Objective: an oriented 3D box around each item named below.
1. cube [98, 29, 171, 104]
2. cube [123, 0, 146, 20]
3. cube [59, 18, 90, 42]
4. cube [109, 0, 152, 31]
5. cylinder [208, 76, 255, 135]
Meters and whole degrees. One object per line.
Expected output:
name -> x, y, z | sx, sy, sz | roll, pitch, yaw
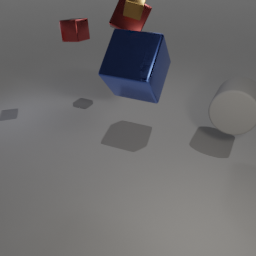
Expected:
cube -> 0.242, -1.667, 7.686 | 1.400, 1.400, 1.400 | 13, 78, 20
cube -> 0.266, -4.728, 10.782 | 0.700, 0.700, 0.700 | 16, 61, -2
cube -> -1.821, -3.366, 9.623 | 0.700, 0.700, 0.700 | 9, 28, 27
cube -> 0.088, -4.927, 12.482 | 1.400, 1.400, 1.400 | 25, 13, -8
cylinder -> 3.297, -0.704, 8.515 | 1.400, 1.400, 1.400 | 14, 32, 22
